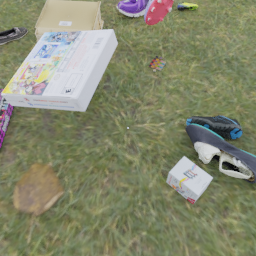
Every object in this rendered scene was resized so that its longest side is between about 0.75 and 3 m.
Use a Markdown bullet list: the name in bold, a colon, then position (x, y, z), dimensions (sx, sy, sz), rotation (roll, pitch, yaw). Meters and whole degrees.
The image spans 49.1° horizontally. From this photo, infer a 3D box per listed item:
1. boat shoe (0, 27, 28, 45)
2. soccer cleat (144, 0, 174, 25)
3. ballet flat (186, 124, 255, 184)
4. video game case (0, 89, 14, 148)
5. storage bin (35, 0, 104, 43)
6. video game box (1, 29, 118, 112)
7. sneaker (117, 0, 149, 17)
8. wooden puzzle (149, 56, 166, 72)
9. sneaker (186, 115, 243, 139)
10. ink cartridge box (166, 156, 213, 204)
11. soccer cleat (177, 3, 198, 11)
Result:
- **boat shoe**: position (-5.248, -4.224, 12.563), dimensions (1.555, 0.443, 0.520), rotation (-33, 62, -20)
- **soccer cleat**: position (1.187, -4.933, 9.776), dimensions (0.918, 2.753, 1.053), rotation (-9, 59, -24)
- **ballet flat**: position (2.942, 0.850, 8.869), dimensions (2.813, 1.028, 1.028), rotation (31, 61, 16)
- **video game case**: position (-5.568, -0.172, 9.784), dimensions (2.619, 0.517, 2.889), rotation (1, 56, 0)
- **storage bin**: position (-2.500, -4.433, 12.294), dimensions (2.472, 1.158, 2.454), rotation (5, 57, 3)
- **video game box**: position (-1.873, -1.721, 7.994), dimensions (2.473, 0.635, 2.715), rotation (7, 56, 21)
- **sneaker**: position (0.740, -6.267, 13.512), dimensions (2.787, 1.163, 1.124), rotation (-23, 59, -14)
- **wooden puzzle**: position (1.234, -2.669, 11.747), dimensions (0.555, 0.066, 0.936), rotation (25, 60, 16)
- **sneaker**: position (2.971, -0.095, 9.765), dimensions (1.881, 0.689, 0.770), rotation (12, 37, 4)
- **ink cartridge box**: position (1.824, 1.567, 8.459), dimensions (1.074, 0.780, 0.777), rotation (39, 64, 23)
- **soccer cleat**: position (2.949, -6.051, 13.840), dimensions (1.015, 0.328, 0.424), rotation (-4, 72, 0)
